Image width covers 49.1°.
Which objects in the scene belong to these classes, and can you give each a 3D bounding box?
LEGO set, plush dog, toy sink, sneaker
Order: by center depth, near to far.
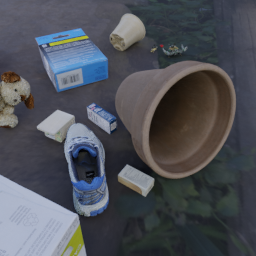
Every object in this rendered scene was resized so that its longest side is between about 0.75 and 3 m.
[{"bbox_3d":[-1.073,0.714,7.258,1.117,1.234,2.898,-12,45,-12],"label":"sneaker"},{"bbox_3d":[-3.656,-1.004,8.470,1.453,1.692,1.358,-26,56,-3],"label":"plush dog"},{"bbox_3d":[-2.152,0.009,8.480,0.651,0.559,0.998,19,42,19],"label":"toy sink"},{"bbox_3d":[1.778,-3.334,12.144,1.593,0.451,1.035,20,44,37],"label":"LEGO set"}]

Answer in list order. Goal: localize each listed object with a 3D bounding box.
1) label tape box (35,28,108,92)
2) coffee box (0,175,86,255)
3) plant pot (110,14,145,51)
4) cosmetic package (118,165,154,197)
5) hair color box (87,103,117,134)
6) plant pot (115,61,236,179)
[{"bbox_3d":[-2.268,-2.776,11.099,2.055,0.902,2.850,-19,47,-18],"label":"label tape box"},{"bbox_3d":[-2.283,2.455,4.660,2.333,2.307,2.329,20,47,17],"label":"coffee box"},{"bbox_3d":[-0.110,-4.102,12.356,1.330,1.330,1.218,25,61,24],"label":"plant pot"},{"bbox_3d":[0.208,1.352,7.263,0.855,0.304,0.450,26,50,24],"label":"cosmetic package"},{"bbox_3d":[-0.822,-0.310,8.821,1.061,0.531,0.321,34,53,30],"label":"hair color box"},{"bbox_3d":[0.944,-0.469,7.711,2.962,2.962,2.583,-25,31,-24],"label":"plant pot"}]
